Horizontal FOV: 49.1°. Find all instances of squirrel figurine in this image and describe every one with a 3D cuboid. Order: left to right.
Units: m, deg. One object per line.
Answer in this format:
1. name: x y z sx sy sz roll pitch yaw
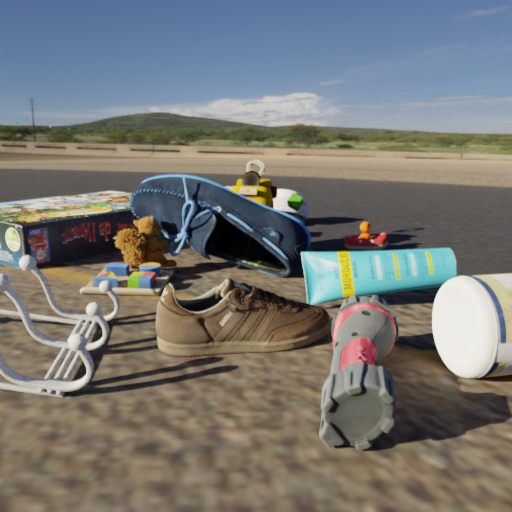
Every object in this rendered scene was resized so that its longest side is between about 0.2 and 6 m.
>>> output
1. squirrel figurine: -1.921 -0.234 9.600 0.688 0.908 0.973 -7 -5 37

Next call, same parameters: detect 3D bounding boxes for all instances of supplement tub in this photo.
1. supplement tub: 2.668 0.689 5.742 1.419 1.024 1.024 -2 13 -12

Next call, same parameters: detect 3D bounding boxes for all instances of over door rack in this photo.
1. over door rack: -3.088 0.682 5.941 2.950 0.983 2.179 -2 12 -6

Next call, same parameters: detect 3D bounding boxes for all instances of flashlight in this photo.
1. flashlight: 1.023 0.967 5.258 0.724 0.721 2.131 2 12 10

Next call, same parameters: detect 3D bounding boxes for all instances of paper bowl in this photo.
1. paper bowl: 0.791 -1.353 14.822 1.245 0.647 1.245 10 -8 1

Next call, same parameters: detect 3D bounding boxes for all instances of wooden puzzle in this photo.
1. wooden puzzle: -2.025 0.339 8.958 1.200 0.300 1.296 1 12 4

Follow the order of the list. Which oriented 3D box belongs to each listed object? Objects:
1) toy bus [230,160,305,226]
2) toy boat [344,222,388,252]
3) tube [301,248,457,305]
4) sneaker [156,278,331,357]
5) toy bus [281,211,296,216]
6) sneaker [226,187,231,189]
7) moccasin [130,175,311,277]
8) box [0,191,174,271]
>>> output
1. toy bus: -0.104 -1.027 11.117 1.907 1.800 0.985 46 -8 18
2. toy boat: 2.283 -0.415 11.644 0.902 0.590 0.589 1 13 6
3. tube: 1.700 0.232 7.851 2.068 0.801 0.521 -5 -30 2
4. sneaker: -0.087 0.647 6.455 2.102 0.794 0.740 -5 14 -19
5. toy bus: 0.670 -0.982 14.572 0.333 0.401 1.023 5 14 30
6. sneaker: -1.548 -1.815 17.571 2.427 0.946 1.206 10 7 4
7. moccasin: -0.716 -0.550 9.700 3.321 1.336 1.132 14 41 10
8. box: -4.017 -0.740 12.471 3.107 0.857 4.549 9 15 34
